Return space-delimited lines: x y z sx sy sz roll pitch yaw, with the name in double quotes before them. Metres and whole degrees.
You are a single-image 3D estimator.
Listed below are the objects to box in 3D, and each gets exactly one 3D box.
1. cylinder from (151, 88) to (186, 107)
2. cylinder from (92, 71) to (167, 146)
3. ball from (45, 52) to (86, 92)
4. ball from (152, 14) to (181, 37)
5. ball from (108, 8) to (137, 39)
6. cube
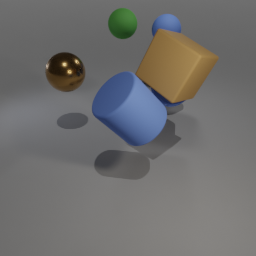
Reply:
"cylinder" 1.480 -1.452 9.573 1.400 1.400 1.400 3 2 6
"cylinder" 0.046 -0.465 7.132 1.400 1.400 1.400 -27 42 27
"ball" -2.219 -1.982 9.977 1.400 1.400 1.400 0 29 0
"ball" 1.843 -4.722 13.443 1.400 1.400 1.400 0 29 0
"ball" -0.253 -4.980 13.392 1.400 1.400 1.400 0 29 0
"cube" 1.340 -1.694 7.688 1.400 1.400 1.400 41 31 22
